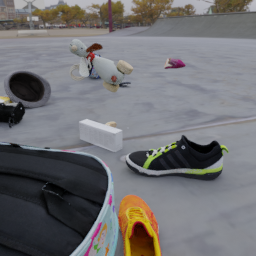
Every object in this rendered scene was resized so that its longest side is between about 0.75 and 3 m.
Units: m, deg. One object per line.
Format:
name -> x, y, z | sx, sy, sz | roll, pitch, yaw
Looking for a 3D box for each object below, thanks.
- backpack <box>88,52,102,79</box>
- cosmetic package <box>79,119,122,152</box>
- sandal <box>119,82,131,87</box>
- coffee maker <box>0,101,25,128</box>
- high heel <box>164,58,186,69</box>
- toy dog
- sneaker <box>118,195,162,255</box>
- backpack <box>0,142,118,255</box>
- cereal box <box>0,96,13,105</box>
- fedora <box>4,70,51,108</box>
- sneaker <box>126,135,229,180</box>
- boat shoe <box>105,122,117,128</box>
backpack -> -1.927, -3.676, 16.888 | 1.214, 1.575, 1.501 | 9, 24, -13
cosmetic package -> -0.825, 0.202, 8.391 | 1.471, 0.607, 0.372 | 17, 29, 35
sandal -> -0.367, -2.310, 15.062 | 1.070, 0.229, 0.407 | -9, 15, 2
coffee maker -> -4.435, -0.528, 9.992 | 1.102, 0.743, 1.059 | 3, 23, 10
high heel -> 1.821, -2.483, 11.008 | 0.640, 0.449, 1.334 | 21, -1, -4
toy dog -> -0.889, -1.821, 8.305 | 2.051, 1.352, 0.988 | 14, 20, 2
sneaker -> 0.223, 1.669, 4.627 | 0.741, 0.784, 2.032 | -4, 21, -7
backpack -> -1.505, 1.336, 3.649 | 2.731, 2.056, 2.425 | 0, 29, 15
cereal box -> -5.901, -0.724, 10.785 | 1.724, 0.474, 2.397 | 7, 23, 17
fedora -> -4.377, -1.580, 12.024 | 1.905, 1.685, 0.860 | 12, -22, -32
sneaker -> 1.163, 0.595, 6.891 | 2.442, 1.011, 0.876 | 2, 23, 6
boat shoe -> -0.698, 0.057, 9.167 | 0.875, 0.323, 0.303 | -26, 35, -30
